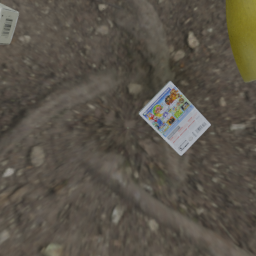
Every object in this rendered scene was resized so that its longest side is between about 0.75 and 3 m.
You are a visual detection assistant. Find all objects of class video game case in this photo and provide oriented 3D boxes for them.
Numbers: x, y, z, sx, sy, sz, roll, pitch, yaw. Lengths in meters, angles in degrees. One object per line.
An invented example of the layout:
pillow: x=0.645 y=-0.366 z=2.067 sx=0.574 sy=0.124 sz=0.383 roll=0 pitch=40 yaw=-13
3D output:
video game case: x=0.909 y=-0.173 z=5.387 sx=0.857 sy=0.108 sz=1.196 roll=-46 pitch=103 yaw=-1

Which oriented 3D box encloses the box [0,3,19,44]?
box: x=-2.402 y=-1.792 z=4.190 sx=1.368 sy=0.468 sz=0.562 roll=28 pitch=108 yaw=3

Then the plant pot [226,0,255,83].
plant pot: x=2.760 y=-2.155 z=5.164 sx=2.268 sy=2.268 sz=1.610 roll=-35 pitch=93 yaw=-12
